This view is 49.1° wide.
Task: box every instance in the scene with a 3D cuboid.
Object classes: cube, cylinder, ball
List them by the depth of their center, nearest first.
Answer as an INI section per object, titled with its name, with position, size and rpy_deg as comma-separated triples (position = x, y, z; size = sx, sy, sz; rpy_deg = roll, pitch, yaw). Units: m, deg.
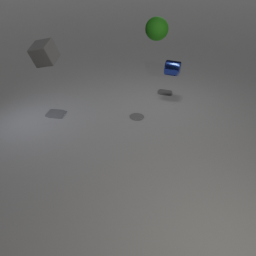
[ball]
position = 0.868, -2.988, 8.429
size = 0.700, 0.700, 0.700
rpy_deg = 0, 30, 0
[cube]
position = -2.866, -2.566, 9.579
size = 0.700, 0.700, 0.700
rpy_deg = -3, 46, 20
[cylinder]
position = 2.110, -2.819, 13.214
size = 0.700, 0.700, 0.700
rpy_deg = 12, 32, 14
